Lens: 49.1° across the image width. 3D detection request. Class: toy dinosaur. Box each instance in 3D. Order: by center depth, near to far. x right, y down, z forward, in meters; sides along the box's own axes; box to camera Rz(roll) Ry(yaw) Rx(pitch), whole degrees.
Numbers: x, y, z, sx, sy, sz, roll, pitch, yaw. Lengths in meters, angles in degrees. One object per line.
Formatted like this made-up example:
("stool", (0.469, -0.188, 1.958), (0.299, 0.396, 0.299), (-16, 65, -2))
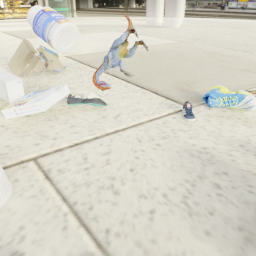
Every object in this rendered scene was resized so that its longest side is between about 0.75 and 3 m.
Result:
("toy dinosaur", (-0.286, -1.798, 7.346), (1.653, 0.957, 1.822), (-33, 41, 17))

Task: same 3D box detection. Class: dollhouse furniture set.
("dollhouse furniture set", (-4.542, -3.096, 14.862), (2.553, 1.666, 2.411), (16, 30, -53))

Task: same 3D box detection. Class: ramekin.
("ramekin", (-3.250, 1.265, 5.982), (1.406, 0.655, 1.406), (1, 27, 0))

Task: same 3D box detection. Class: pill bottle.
("pill bottle", (-2.587, -3.408, 9.463), (1.066, 1.066, 1.902), (-24, 54, -39))

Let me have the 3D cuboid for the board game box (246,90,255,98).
("board game box", (5.293, -1.297, 11.578), (1.363, 0.236, 0.924), (-8, 28, -15))

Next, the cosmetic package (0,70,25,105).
("cosmetic package", (-5.084, -1.729, 11.634), (1.918, 0.973, 0.683), (23, 35, 39))

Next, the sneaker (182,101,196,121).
("sneaker", (2.156, -0.629, 9.984), (0.420, 0.473, 1.120), (-1, 27, -2))

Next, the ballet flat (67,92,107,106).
("ballet flat", (-1.585, -1.119, 10.804), (1.584, 0.579, 0.579), (3, 27, 6))

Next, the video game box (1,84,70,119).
("video game box", (-3.316, -0.983, 10.258), (1.737, 0.446, 1.907), (-7, 23, 21))

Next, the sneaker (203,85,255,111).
("sneaker", (3.691, -0.951, 10.498), (1.108, 0.799, 2.109), (-28, 30, -20))
